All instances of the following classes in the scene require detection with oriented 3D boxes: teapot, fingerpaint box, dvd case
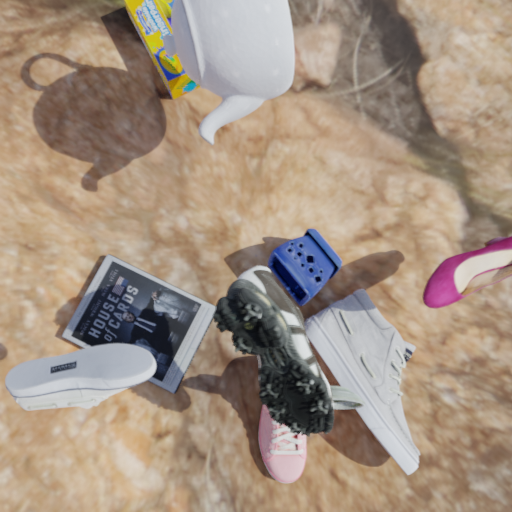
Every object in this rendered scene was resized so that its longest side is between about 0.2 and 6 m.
[{"bbox_3d":[-0.495,-3.142,7.756,1.632,2.206,2.235,-13,54,-4],"label":"teapot"},{"bbox_3d":[-1.354,-4.386,10.921,1.715,0.754,2.055,-26,79,-5],"label":"fingerpaint box"},{"bbox_3d":[-2.043,1.179,9.941,2.247,0.278,1.689,25,78,5],"label":"dvd case"}]

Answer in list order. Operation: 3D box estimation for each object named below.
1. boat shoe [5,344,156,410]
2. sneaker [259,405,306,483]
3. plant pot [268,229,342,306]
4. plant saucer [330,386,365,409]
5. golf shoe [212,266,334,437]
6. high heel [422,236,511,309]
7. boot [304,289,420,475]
[{"bbox_3d":[-1.921,1.433,6.313,1.623,0.566,0.575,-10,39,-6],"label":"boat shoe"},{"bbox_3d":[0.459,2.679,9.197,0.800,1.111,2.124,0,79,-2],"label":"sneaker"},{"bbox_3d":[0.882,0.161,9.813,0.921,1.025,1.025,-36,80,-14],"label":"plant pot"},{"bbox_3d":[1.071,1.973,7.845,0.901,0.901,0.226,3,68,1],"label":"plant saucer"},{"bbox_3d":[0.429,1.218,7.228,0.958,1.165,2.465,-14,115,25],"label":"golf shoe"},{"bbox_3d":[3.391,0.257,8.257,1.938,0.930,0.653,-25,104,-20],"label":"high heel"},{"bbox_3d":[2.131,1.987,9.329,1.421,1.094,2.974,-34,79,-1],"label":"boot"}]
